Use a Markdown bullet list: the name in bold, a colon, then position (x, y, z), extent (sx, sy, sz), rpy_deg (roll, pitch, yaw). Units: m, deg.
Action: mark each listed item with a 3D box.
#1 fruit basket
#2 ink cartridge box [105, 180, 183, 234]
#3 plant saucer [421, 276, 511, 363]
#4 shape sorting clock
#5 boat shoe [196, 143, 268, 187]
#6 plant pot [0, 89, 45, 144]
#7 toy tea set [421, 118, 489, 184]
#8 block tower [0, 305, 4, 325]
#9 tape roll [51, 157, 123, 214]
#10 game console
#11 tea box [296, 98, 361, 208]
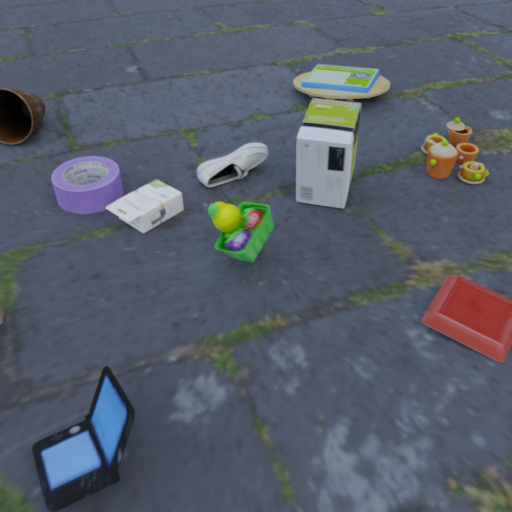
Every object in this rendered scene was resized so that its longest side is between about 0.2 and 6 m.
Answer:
- **fruit basket**: position (-0.323, -0.558, 9.971), extent (0.830, 1.151, 1.151), rpy_deg (12, 39, 40)
- **ink cartridge box**: position (-2.246, -0.955, 11.322), extent (0.804, 0.462, 1.374), rpy_deg (30, 47, 31)
- **plant saucer**: position (3.604, 0.926, 9.187), extent (1.360, 0.250, 1.357), rpy_deg (28, 48, 20)
- **shape sorting clock**: position (2.401, -4.848, 15.844), extent (2.690, 0.528, 2.690), rpy_deg (-2, 36, 1)
- **boat shoe**: position (-0.443, -1.978, 12.412), extent (1.738, 0.625, 0.571), rpy_deg (-20, 48, -19)
- **plant pot**: position (-5.880, -3.596, 13.960), extent (1.311, 1.311, 1.402), rpy_deg (4, 25, 5)
- **toy tea set**: position (4.553, -2.575, 12.932), extent (1.363, 0.848, 2.293), rpy_deg (4, 41, 5)
- **block tower**: position (-4.462, 1.468, 8.334), extent (0.706, 0.659, 2.442), rpy_deg (-2, 41, -4)
- **tape roll**: position (-3.570, -1.517, 11.900), extent (1.386, 0.589, 1.386), rpy_deg (1, 40, -1)
- **game console**: position (-2.180, 2.195, 6.957), extent (1.249, 0.826, 1.420), rpy_deg (-20, 22, -22)
- **tea box**: position (1.510, -2.159, 11.724), extent (1.084, 1.622, 1.596), rpy_deg (10, 45, 13)
